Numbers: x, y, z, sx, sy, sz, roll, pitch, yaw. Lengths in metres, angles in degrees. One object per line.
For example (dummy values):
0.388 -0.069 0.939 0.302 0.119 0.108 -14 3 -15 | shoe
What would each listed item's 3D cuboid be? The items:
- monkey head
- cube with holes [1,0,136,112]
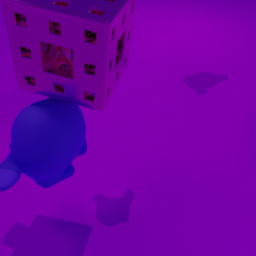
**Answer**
-1.260 0.102 3.956 1.354 1.134 1.882 16 62 22 | monkey head
-0.626 -1.106 3.451 1.128 1.128 1.128 16 46 6 | cube with holes
